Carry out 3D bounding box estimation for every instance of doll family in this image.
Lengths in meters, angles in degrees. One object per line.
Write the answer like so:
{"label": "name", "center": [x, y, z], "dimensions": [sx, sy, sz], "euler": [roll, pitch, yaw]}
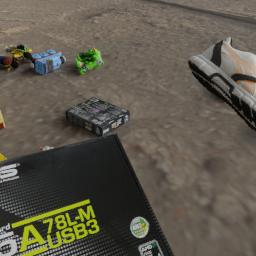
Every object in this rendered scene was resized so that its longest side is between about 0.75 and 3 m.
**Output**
{"label": "doll family", "center": [-5.036, -3.083, 12.273], "dimensions": [1.443, 0.979, 2.496], "euler": [22, 43, 24]}

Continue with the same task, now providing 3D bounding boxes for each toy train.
{"label": "toy train", "center": [-3.418, -2.854, 12.100], "dimensions": [0.931, 0.707, 1.630], "euler": [25, 37, 21]}

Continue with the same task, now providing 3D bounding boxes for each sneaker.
{"label": "sneaker", "center": [1.996, -0.690, 4.532], "dimensions": [0.920, 0.848, 2.301], "euler": [-38, 60, 3]}

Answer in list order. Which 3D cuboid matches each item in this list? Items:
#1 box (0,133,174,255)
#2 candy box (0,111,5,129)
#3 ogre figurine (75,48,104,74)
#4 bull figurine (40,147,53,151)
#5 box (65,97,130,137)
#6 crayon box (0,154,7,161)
{"label": "box", "center": [-1.001, 1.607, 4.047], "dimensions": [2.884, 0.685, 2.786], "euler": [-13, 60, -21]}
{"label": "candy box", "center": [-4.715, -0.577, 8.437], "dimensions": [1.363, 0.660, 2.336], "euler": [-18, 38, -27]}
{"label": "ogre figurine", "center": [-1.664, -2.943, 12.133], "dimensions": [1.049, 0.859, 1.750], "euler": [-19, 17, 3]}
{"label": "bull figurine", "center": [-2.189, 0.811, 6.475], "dimensions": [1.172, 0.382, 0.712], "euler": [-21, 38, -29]}
{"label": "box", "center": [-0.908, -0.377, 8.412], "dimensions": [1.539, 0.335, 1.233], "euler": [22, 38, 31]}
{"label": "crayon box", "center": [-2.529, 1.248, 4.717], "dimensions": [1.397, 0.472, 1.619], "euler": [38, 62, 5]}
